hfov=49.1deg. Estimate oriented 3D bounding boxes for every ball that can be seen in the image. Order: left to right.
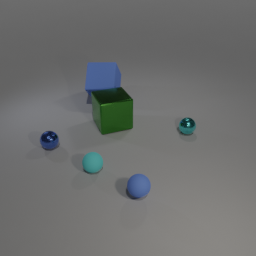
[{"bbox_3d":[-2.969,0.451,10.580,0.700,0.700,0.700,0,32,0],"label":"ball"},{"bbox_3d":[-1.187,1.156,9.418,0.700,0.700,0.700,0,32,0],"label":"ball"},{"bbox_3d":[0.324,1.708,8.305,0.700,0.700,0.700,0,32,0],"label":"ball"},{"bbox_3d":[2.428,-0.086,11.449,0.700,0.700,0.700,0,32,0],"label":"ball"}]

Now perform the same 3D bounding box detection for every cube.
[{"bbox_3d":[-1.172,-2.262,13.641,1.400,1.400,1.400,2,-12,10],"label":"cube"},{"bbox_3d":[-0.672,-0.762,11.852,1.400,1.400,1.400,-12,33,-18],"label":"cube"}]
